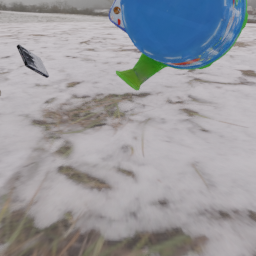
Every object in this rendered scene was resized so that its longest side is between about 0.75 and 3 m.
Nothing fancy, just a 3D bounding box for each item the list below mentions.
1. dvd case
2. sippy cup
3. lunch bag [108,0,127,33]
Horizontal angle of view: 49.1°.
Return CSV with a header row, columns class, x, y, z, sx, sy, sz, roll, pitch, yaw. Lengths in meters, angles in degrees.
class,x,y,z,sx,sy,sz,roll,pitch,yaw
dvd case,-2.715,-1.897,8.045,0.122,0.744,0.990,-32,-17,10
sippy cup,0.665,-1.453,3.473,1.637,2.085,1.528,8,20,16
lunch bag,0.404,-3.936,8.972,1.541,1.923,0.727,36,21,4
